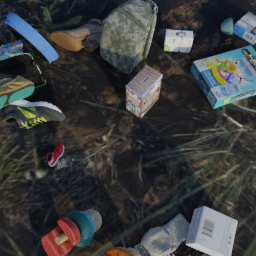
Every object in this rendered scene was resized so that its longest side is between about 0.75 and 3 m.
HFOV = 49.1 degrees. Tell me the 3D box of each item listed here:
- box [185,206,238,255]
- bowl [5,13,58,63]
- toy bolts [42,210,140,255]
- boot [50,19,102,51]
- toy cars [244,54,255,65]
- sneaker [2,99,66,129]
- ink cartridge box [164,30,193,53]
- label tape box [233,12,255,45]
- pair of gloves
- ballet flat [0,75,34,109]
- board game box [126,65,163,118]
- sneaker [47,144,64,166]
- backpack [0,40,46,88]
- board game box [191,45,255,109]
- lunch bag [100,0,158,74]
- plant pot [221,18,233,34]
[{"bbox_3d":[2.696,3.386,9.067,1.246,0.814,1.239,24,64,-1],"label":"box"},{"bbox_3d":[-4.184,-3.802,12.128,2.580,2.580,0.506,38,83,18],"label":"bowl"},{"bbox_3d":[-1.219,4.017,8.713,2.758,2.002,2.887,-42,74,24],"label":"toy bolts"},{"bbox_3d":[-2.142,-4.605,13.531,2.631,0.924,1.924,19,57,9],"label":"boot"},{"bbox_3d":[4.805,-2.672,10.842,0.364,0.180,0.812,20,33,-24],"label":"toy cars"},{"bbox_3d":[-3.797,-0.434,11.259,2.665,0.992,1.128,8,68,15],"label":"sneaker"},{"bbox_3d":[2.355,-4.071,13.137,1.240,0.902,0.521,5,62,3],"label":"ink cartridge box"},{"bbox_3d":[6.222,-5.097,13.873,1.271,0.586,1.774,41,71,18],"label":"label tape box"},{"bbox_3d":[1.553,4.253,8.935,2.125,0.438,2.499,-26,64,-13],"label":"pair of gloves"},{"bbox_3d":[-4.248,-1.102,9.271,0.862,0.939,2.737,39,29,0],"label":"ballet flat"},{"bbox_3d":[0.624,-1.437,11.300,0.799,1.650,1.315,35,68,17],"label":"board game box"},{"bbox_3d":[-2.751,0.948,10.638,0.377,0.556,0.962,14,63,8],"label":"sneaker"},{"bbox_3d":[-4.782,-2.480,11.697,2.223,1.974,1.674,-22,52,-3],"label":"backpack"},{"bbox_3d":[4.604,-2.306,12.315,2.926,0.687,2.209,-18,63,-9],"label":"board game box"},{"bbox_3d":[0.158,-4.054,12.107,1.870,2.683,2.251,34,67,9],"label":"lunch bag"},{"bbox_3d":[4.847,-4.980,13.763,0.524,0.778,0.778,-3,61,15],"label":"plant pot"}]
